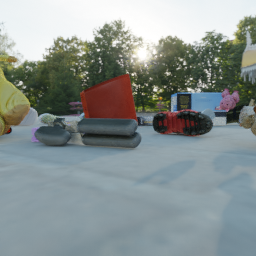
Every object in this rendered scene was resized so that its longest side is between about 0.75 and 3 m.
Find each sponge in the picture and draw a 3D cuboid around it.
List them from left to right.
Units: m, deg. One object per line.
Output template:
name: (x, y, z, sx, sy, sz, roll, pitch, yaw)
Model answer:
sponge: (-1.307, 0.086, 6.765, 1.196, 0.320, 2.144, -1, 3, 7)

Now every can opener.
can opener: (-0.740, 0.148, 5.043, 2.006, 0.528, 0.667, -1, 36, 26)

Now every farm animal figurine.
farm animal figurine: (2.513, -0.063, 4.845, 1.609, 1.002, 1.992, 19, -2, -7)

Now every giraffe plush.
giraffe plush: (-3.396, -0.514, 6.573, 2.013, 2.333, 1.892, -5, -24, -21)

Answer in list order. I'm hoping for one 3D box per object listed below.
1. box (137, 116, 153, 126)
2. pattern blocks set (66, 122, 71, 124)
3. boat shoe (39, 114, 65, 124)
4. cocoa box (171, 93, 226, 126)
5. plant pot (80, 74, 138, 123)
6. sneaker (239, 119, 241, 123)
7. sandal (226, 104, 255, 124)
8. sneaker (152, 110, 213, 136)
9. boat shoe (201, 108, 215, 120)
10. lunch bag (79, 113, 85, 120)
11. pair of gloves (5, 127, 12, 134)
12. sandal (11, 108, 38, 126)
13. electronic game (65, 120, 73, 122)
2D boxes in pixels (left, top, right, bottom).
box: (0.818, -0.379, 14.336, 1.445, 0.441, 1.824, -1, 3, -24)
pattern blocks set: (-1.679, -0.072, 10.219, 2.437, 0.197, 2.142, 3, 2, -14)
boat shoe: (-4.224, -0.499, 15.685, 0.496, 0.576, 1.599, 4, 2, 35)
cocoa box: (3.406, -0.918, 13.757, 2.393, 1.570, 1.596, 0, 3, -1)
plant pot: (-0.959, -1.028, 12.327, 1.951, 2.214, 2.212, -11, 6, -15)
sneaker: (5.865, -0.382, 13.304, 0.571, 0.561, 1.482, 3, 0, -28)
sandal: (5.899, -0.658, 14.656, 2.759, 1.095, 0.787, 2, -10, 42)
sneaker: (1.603, -0.159, 7.716, 0.954, 0.691, 1.954, -5, 4, -37)
boat shoe: (2.155, -0.182, 8.927, 1.540, 0.568, 0.526, -32, -5, -40)
lunch bag: (-1.920, -0.675, 14.703, 1.083, 0.690, 0.921, -41, 17, -16)
pair of gloves: (-4.976, 0.036, 7.628, 2.453, 0.340, 2.753, 2, 4, 33)
sandal: (-5.641, -0.569, 12.735, 0.883, 1.180, 3.080, 0, -6, 38)
electronic game: (-3.058, -0.339, 15.890, 0.991, 0.206, 0.991, 1, 3, 0)
